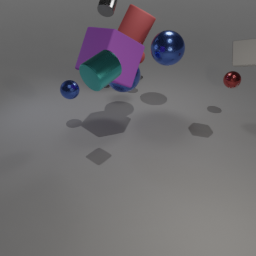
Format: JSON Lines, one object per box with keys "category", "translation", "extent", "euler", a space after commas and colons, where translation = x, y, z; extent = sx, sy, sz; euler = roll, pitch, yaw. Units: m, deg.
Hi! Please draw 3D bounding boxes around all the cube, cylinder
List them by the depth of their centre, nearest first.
{"category": "cylinder", "translation": [-0.618, -1.299, 6.330], "extent": [0.700, 0.700, 0.700], "euler": [25, 54, 36]}
{"category": "cube", "translation": [3.404, -2.135, 8.033], "extent": [0.700, 0.700, 0.700], "euler": [2, 8, 27]}
{"category": "cube", "translation": [-0.582, -2.253, 8.946], "extent": [1.400, 1.400, 1.400], "euler": [13, 8, -46]}
{"category": "cylinder", "translation": [-0.854, -5.108, 11.594], "extent": [0.700, 0.700, 0.700], "euler": [8, 68, 13]}
{"category": "cylinder", "translation": [0.404, -4.962, 13.489], "extent": [1.400, 1.400, 1.400], "euler": [26, 20, -10]}

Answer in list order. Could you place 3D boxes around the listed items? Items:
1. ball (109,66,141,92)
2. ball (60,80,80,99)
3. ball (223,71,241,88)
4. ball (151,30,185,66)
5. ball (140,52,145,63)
{"category": "ball", "translation": [-0.192, -2.146, 11.327], "extent": [1.400, 1.400, 1.400], "euler": [0, 31, 0]}
{"category": "ball", "translation": [-2.109, -1.388, 10.156], "extent": [0.700, 0.700, 0.700], "euler": [0, 31, 0]}
{"category": "ball", "translation": [4.252, -1.969, 11.434], "extent": [0.700, 0.700, 0.700], "euler": [0, 31, 0]}
{"category": "ball", "translation": [1.625, -3.260, 11.459], "extent": [1.400, 1.400, 1.400], "euler": [0, 31, 0]}
{"category": "ball", "translation": [0.443, -3.346, 13.079], "extent": [0.700, 0.700, 0.700], "euler": [0, 31, 0]}
